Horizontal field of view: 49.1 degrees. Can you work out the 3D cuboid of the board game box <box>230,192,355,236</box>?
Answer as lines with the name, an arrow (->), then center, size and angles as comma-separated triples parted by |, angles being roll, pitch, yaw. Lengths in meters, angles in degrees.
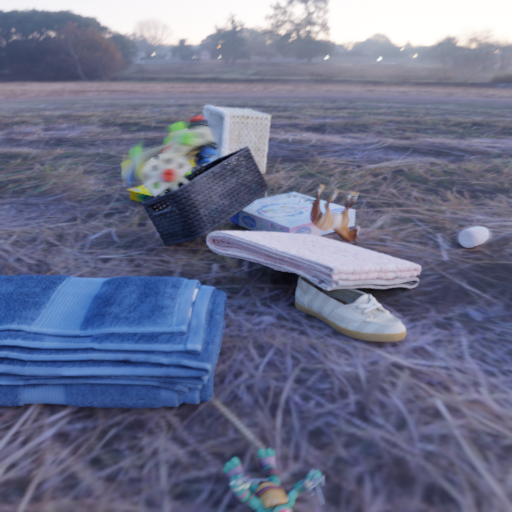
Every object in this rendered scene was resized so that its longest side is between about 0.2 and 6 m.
board game box -> 0.868, -0.962, 13.592 | 2.175, 0.472, 2.164 | -16, 26, -36

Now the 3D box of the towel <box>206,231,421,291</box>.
towel -> 1.080, 0.041, 10.104 | 2.847, 0.480, 2.981 | 19, 12, 41

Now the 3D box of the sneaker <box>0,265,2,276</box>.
sneaker -> -5.812, 0.356, 9.428 | 2.885, 1.011, 1.565 | -14, 23, -39

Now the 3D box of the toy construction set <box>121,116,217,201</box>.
toy construction set -> -1.970, -2.170, 12.666 | 2.054, 1.443, 3.133 | -24, 18, -12

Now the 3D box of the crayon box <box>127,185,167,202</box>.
crayon box -> -3.084, -1.742, 15.907 | 1.116, 0.284, 0.709 | 17, 27, 36

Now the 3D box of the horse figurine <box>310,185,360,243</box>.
horse figurine -> 1.646, -0.880, 11.870 | 1.663, 1.102, 0.415 | 3, 19, -41

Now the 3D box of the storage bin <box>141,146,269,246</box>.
storage bin -> -1.082, -1.310, 12.303 | 2.388, 1.120, 1.614 | -39, 18, -35

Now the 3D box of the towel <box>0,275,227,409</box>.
towel -> -2.717, 0.977, 7.653 | 4.551, 1.105, 2.541 | 0, 20, 1

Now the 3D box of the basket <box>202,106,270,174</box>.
basket -> -0.741, -3.911, 19.113 | 1.746, 2.171, 2.152 | -3, 21, -23

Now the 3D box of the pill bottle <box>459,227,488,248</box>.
pill bottle -> 4.782, -0.426, 12.276 | 0.709, 0.402, 0.402 | -14, 25, -42

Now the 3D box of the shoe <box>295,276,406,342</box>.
shoe -> 1.408, 0.810, 8.826 | 0.729, 0.557, 2.086 | -16, 25, -42

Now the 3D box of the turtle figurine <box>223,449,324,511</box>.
turtle figurine -> 0.126, 2.204, 5.240 | 0.835, 0.562, 1.116 | 7, 2, -22
